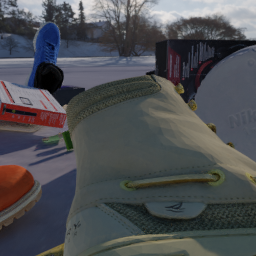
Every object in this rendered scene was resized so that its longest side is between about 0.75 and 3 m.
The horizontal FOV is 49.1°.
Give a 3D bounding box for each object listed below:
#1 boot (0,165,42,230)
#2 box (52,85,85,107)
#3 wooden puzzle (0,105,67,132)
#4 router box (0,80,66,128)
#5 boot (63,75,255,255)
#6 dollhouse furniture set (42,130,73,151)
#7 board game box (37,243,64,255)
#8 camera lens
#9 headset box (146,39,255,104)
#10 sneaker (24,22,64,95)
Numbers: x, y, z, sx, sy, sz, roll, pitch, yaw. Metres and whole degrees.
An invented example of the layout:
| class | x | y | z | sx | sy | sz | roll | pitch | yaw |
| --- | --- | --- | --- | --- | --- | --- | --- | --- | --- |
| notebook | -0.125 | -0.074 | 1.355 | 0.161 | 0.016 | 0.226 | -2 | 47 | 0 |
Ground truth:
| class | x | y | z | sx | sy | sz | roll | pitch | yaw |
| --- | --- | --- | --- | --- | --- | --- | --- | --- | --- |
| boot | -2.107 | 0.475 | 2.672 | 2.448 | 1.313 | 0.918 | -5 | 14 | -23 |
| box | -2.564 | -1.098 | 9.892 | 1.753 | 0.691 | 1.237 | -12 | 21 | -38 |
| wooden puzzle | -3.236 | -0.504 | 7.716 | 2.642 | 0.612 | 2.447 | 1 | 15 | 4 |
| router box | -2.381 | -0.588 | 6.535 | 1.444 | 0.393 | 1.609 | 10 | 20 | -37 |
| boot | 0.848 | 0.364 | 2.389 | 2.767 | 1.007 | 2.150 | -2 | 34 | -12 |
| dollhouse furniture set | -1.332 | 0.270 | 5.697 | 0.466 | 0.360 | 0.933 | -21 | 6 | -38 |
| board game box | -0.161 | 1.145 | 2.163 | 1.324 | 0.229 | 0.897 | -11 | 18 | -38 |
| camera lens | 2.370 | -0.408 | 4.722 | 1.937 | 1.937 | 2.421 | 10 | 19 | 33 |
| headset box | 1.794 | -0.956 | 6.506 | 2.813 | 2.090 | 1.055 | -3 | 14 | -9 |
| sneaker | -2.274 | -1.950 | 8.144 | 0.867 | 2.258 | 1.256 | 17 | 3 | -44 |
